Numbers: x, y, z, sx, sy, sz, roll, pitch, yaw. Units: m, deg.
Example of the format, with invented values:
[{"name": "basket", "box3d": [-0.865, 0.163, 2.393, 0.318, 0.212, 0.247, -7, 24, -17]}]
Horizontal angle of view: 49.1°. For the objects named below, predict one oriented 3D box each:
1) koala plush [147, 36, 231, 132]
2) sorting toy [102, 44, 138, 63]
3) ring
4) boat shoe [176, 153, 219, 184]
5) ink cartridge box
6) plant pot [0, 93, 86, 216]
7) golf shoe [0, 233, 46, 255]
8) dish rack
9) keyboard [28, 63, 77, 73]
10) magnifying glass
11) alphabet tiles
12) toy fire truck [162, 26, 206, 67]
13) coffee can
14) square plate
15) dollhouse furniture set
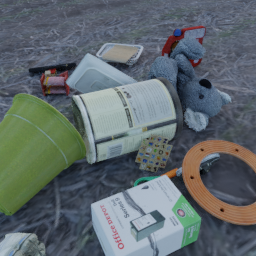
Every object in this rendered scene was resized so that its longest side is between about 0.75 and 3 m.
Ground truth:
[{"name": "koala plush", "box3d": [2.407, -1.421, 10.839, 2.908, 2.673, 2.579, 40, 60, 13]}, {"name": "sorting toy", "box3d": [-0.383, -3.787, 14.359, 1.405, 0.277, 1.518, 14, 45, 20]}, {"name": "ring", "box3d": [2.901, 1.473, 8.055, 2.783, 0.267, 2.783, 5, 47, -6]}, {"name": "boat shoe", "box3d": [2.206, 1.229, 8.562, 1.640, 0.563, 0.464, -20, 63, -23]}, {"name": "ink cartridge box", "box3d": [0.387, 2.302, 6.823, 2.187, 0.919, 1.596, -17, 42, -21]}, {"name": "plant pot", "box3d": [-2.951, 0.892, 7.682, 2.675, 2.675, 2.540, 20, 55, 23]}, {"name": "golf shoe", "box3d": [-2.935, 3.279, 5.817, 1.241, 1.000, 2.553, 1, 29, 32]}, {"name": "dish rack", "box3d": [-0.410, -3.967, 15.121, 2.265, 0.493, 1.944, 9, 40, 11]}, {"name": "keyboard", "box3d": [-3.699, -2.969, 13.829, 2.328, 0.240, 1.479, -12, 17, -14]}, {"name": "magnifying glass", "box3d": [0.876, 1.573, 8.346, 1.579, 0.177, 0.629, -19, 42, -26]}, {"name": "alphabet tiles", "box3d": [0.786, 0.782, 8.495, 0.972, 1.168, 0.037, 13, 17, -14]}, {"name": "toy fire truck", "box3d": [2.778, -4.140, 14.190, 2.264, 1.901, 1.269, -12, 40, -15]}, {"name": "coffee can", "box3d": [-0.081, -0.290, 9.049, 2.995, 2.192, 2.192, -14, 41, -18]}, {"name": "square plate", "box3d": [-1.022, -1.594, 10.317, 2.117, 2.097, 0.301, 26, 58, -22]}, {"name": "dollhouse furniture set", "box3d": [-3.232, -2.310, 12.732, 1.113, 0.841, 2.069, -3, 38, -4]}]
